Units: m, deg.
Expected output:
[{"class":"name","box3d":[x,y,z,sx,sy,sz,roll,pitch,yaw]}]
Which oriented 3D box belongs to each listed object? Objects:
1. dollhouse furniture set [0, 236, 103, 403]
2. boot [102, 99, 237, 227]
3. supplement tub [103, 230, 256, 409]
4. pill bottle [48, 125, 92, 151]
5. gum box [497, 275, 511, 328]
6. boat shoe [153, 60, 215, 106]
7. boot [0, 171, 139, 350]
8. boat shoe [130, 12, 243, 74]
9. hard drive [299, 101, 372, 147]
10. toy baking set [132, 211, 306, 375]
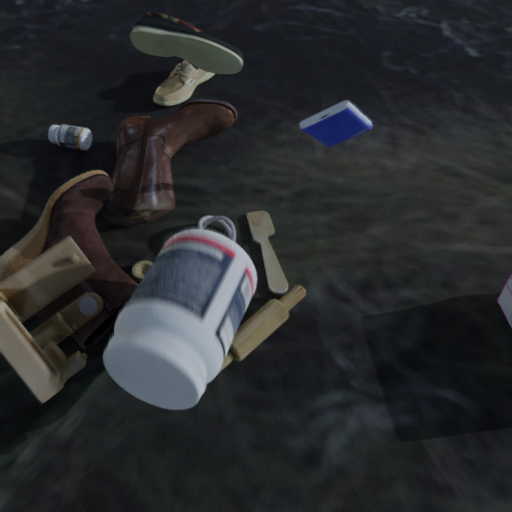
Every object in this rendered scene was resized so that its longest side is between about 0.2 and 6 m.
[{"class":"dollhouse furniture set","box3d":[-2.658,0.735,7.500,1.380,1.694,1.611,-37,97,-12]},{"class":"boot","box3d":[-1.578,-1.759,10.744,2.601,0.896,2.790,-12,47,7]},{"class":"supplement tub","box3d":[-0.979,0.813,7.650,1.501,1.501,2.140,15,46,12]},{"class":"pill bottle","box3d":[-3.864,-2.471,11.633,0.789,0.459,0.459,11,51,9]},{"class":"gum box","box3d":[4.759,1.172,8.423,1.279,0.745,2.254,-9,51,-6]},{"class":"boat shoe","box3d":[-1.658,-4.147,12.884,0.720,0.648,1.996,29,56,22]},{"class":"boot","box3d":[-2.721,-0.012,9.290,2.223,0.967,2.673,31,68,16]},{"class":"boat shoe","box3d":[-1.199,-3.909,10.210,2.099,0.768,0.658,17,65,5]},{"class":"hard drive","box3d":[1.371,-2.198,9.454,0.858,1.300,0.165,-21,78,25]},{"class":"toy baking set","box3d":[-0.590,0.418,9.276,3.467,0.403,2.661,-34,58,-25]}]
